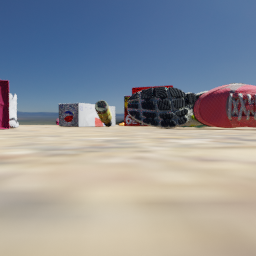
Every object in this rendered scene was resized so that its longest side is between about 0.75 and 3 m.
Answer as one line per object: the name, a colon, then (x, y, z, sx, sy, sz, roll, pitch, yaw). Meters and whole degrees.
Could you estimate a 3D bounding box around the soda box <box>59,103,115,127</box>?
soda box: (-1.656, -0.521, 12.102, 1.017, 0.945, 2.979, 0, 1, 25)

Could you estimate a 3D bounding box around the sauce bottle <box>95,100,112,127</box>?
sauce bottle: (-0.762, -0.424, 9.358, 0.457, 0.457, 1.413, 0, -22, 8)

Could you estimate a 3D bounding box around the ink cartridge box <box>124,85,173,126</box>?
ink cartridge box: (1.033, -1.103, 13.898, 2.345, 2.059, 0.983, 0, 0, 24)

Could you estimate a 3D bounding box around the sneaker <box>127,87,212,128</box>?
sneaker: (1.358, -0.341, 7.412, 2.859, 1.108, 1.139, 4, -20, -8)

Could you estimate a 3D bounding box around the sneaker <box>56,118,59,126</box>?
sneaker: (-3.045, -0.284, 14.322, 1.265, 0.510, 0.472, -7, 17, -10)

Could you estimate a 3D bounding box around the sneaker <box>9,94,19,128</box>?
sneaker: (-3.432, -0.475, 7.949, 0.630, 0.963, 1.676, 0, 1, -23)

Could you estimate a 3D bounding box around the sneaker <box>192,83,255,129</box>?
sneaker: (2.863, -0.509, 5.976, 2.977, 1.097, 1.291, 1, 2, 19)

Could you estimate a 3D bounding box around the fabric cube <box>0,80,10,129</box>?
fabric cube: (-3.259, -0.503, 6.232, 1.105, 1.084, 1.101, 0, 2, -27)

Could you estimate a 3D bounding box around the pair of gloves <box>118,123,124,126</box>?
pair of gloves: (0.965, -0.265, 17.083, 2.607, 0.322, 2.323, -2, 2, -38)
